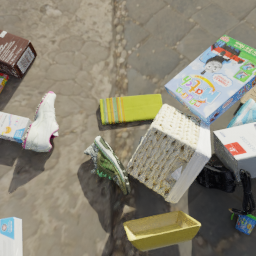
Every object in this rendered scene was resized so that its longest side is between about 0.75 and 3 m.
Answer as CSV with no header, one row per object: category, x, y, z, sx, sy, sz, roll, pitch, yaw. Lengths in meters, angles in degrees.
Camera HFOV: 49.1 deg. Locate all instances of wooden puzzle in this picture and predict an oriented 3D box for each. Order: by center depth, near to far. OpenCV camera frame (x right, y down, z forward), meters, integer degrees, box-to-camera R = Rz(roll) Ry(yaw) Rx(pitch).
wooden puzzle,5.409,-1.194,11.481,1.435,0.332,1.329,35,73,8

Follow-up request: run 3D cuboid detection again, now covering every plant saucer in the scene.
plant saucer,0.762,2.474,6.729,1.619,1.619,0.392,-10,85,-7

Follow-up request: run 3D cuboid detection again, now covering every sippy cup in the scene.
sippy cup,4.004,3.241,9.534,0.680,0.866,0.634,29,81,-18

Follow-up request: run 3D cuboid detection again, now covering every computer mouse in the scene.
computer mouse,3.337,2.039,9.529,0.532,2.312,1.623,-15,95,-32

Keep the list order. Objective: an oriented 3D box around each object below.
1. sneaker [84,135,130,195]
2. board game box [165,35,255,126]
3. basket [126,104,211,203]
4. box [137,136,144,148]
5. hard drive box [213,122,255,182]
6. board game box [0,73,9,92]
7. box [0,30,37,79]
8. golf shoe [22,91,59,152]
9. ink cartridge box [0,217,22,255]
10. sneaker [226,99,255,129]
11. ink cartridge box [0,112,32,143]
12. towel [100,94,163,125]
sneaker,-0.778,1.491,10.213,1.087,0.943,2.453,-35,68,4
board game box,2.774,-1.572,8.728,2.651,0.485,2.006,-41,50,-1
basket,1.206,0.542,8.017,1.609,2.608,1.768,30,113,3
box,1.055,1.018,10.306,1.515,0.804,0.926,16,69,6
hard drive box,4.521,0.694,9.769,2.454,0.942,1.912,-13,29,-2
board game box,-6.121,-1.278,11.493,1.317,0.413,2.758,18,66,6
box,-5.581,-3.363,11.947,2.895,1.085,1.450,21,69,10
golf shoe,-3.158,-0.211,10.877,1.160,0.955,2.535,22,66,-16
ink cartridge box,-4.767,3.826,9.182,2.348,0.783,1.360,-8,68,-3
sneaker,4.652,-0.087,10.791,1.228,0.748,1.882,38,85,5
ink cartridge box,-4.655,-0.046,10.886,1.560,0.529,0.898,12,69,5
towel,0.149,-0.760,11.370,2.547,0.230,1.096,-6,73,-3
